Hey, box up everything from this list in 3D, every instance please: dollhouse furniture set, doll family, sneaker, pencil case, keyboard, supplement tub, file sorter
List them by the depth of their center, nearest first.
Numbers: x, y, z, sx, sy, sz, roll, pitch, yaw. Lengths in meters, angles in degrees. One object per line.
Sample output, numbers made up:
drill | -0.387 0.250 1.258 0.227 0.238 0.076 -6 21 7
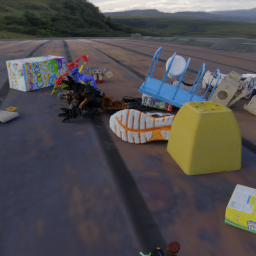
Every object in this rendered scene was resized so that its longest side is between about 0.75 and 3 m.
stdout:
doll family | 0.325 1.748 3.094 0.492 0.725 1.253 4 23 9
sneaker | 0.613 -0.039 7.612 2.237 0.876 0.864 7 9 9
file sorter | 1.800 -1.638 9.521 2.286 1.403 1.586 23 28 5
keyboard | 0.157 -0.908 10.201 2.055 0.407 1.070 -7 23 -20
dollhouse furniture set | 4.156 -1.086 10.366 1.720 1.081 1.945 35 33 16
supplement tub | 1.841 -2.286 10.754 0.754 0.754 1.040 3 -1 8
sneaker | 1.800 -1.516 10.955 2.286 0.937 0.854 2 22 6
pencil case | 4.239 -1.896 11.935 2.234 0.869 0.999 22 59 44

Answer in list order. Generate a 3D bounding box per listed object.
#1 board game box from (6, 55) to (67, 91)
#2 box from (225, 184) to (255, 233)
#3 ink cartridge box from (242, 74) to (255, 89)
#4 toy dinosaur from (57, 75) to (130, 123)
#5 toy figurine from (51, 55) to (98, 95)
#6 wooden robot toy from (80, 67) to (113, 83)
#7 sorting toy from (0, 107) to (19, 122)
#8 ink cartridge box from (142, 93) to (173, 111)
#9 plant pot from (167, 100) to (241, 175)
board game box | -4.274 -2.663 13.379 1.260 1.282 2.445 16 27 34
box | 2.394 1.408 4.474 1.451 0.351 0.851 10 23 30
ink cartridge box | 6.698 -1.992 12.556 2.870 0.642 2.529 11 14 25
toy dinosaur | -1.300 -1.005 9.405 2.776 1.418 1.884 -13 -3 29
toy figurine | -1.960 -1.566 11.258 1.299 1.475 2.462 -38 -2 -39
wooden robot toy | -1.660 -2.582 14.366 1.775 0.782 0.806 -4 -13 -8
sorting toy | -4.112 -0.361 9.103 0.835 0.202 1.482 12 25 18
ink cartridge box | 1.317 -0.991 10.106 1.587 0.399 0.864 12 29 -2
plant pot | 1.735 0.117 6.358 1.300 1.338 1.308 -5 23 -12
